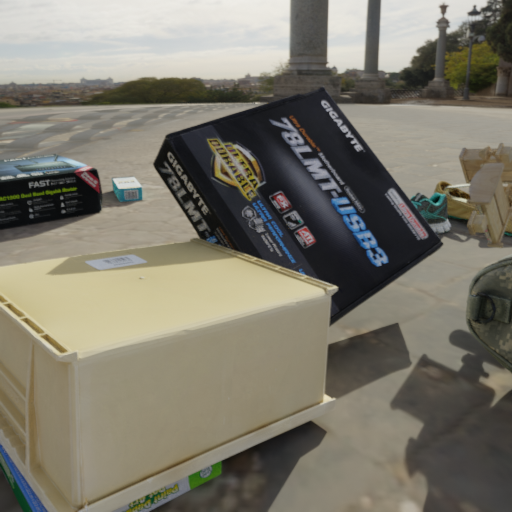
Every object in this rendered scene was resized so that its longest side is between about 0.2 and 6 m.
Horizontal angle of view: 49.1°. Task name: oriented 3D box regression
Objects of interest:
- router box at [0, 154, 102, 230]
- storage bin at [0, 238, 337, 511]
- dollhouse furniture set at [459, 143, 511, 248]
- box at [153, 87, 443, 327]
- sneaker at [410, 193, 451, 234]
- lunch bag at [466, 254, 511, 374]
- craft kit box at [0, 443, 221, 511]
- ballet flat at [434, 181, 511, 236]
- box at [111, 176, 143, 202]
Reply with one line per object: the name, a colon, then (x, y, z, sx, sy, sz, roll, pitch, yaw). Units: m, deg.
router box: (-6.062, -1.598, 13.742, 3.691, 1.147, 2.766, -15, 25, -37)
storage bin: (-1.202, 0.844, 5.865, 2.966, 1.390, 2.945, -10, 19, -40)
dollhouse furniture set: (3.492, -0.736, 8.786, 0.950, 1.658, 1.945, 8, 58, 40)
box: (0.696, -0.704, 8.034, 3.185, 3.209, 0.797, -27, -11, -34)
sneaker: (3.374, -0.904, 12.115, 2.034, 0.928, 0.789, -13, 23, -30)
lunch bag: (4.102, 0.503, 6.414, 2.895, 2.017, 2.428, -18, 30, -40)
craft kit box: (-1.440, 1.818, 5.258, 1.621, 0.398, 1.641, -17, 26, -34)
ballet flat: (5.176, -1.141, 12.856, 0.963, 0.884, 2.805, -13, 24, -33)
box: (-3.634, -1.892, 15.729, 0.644, 0.385, 1.565, -7, 21, -19)
